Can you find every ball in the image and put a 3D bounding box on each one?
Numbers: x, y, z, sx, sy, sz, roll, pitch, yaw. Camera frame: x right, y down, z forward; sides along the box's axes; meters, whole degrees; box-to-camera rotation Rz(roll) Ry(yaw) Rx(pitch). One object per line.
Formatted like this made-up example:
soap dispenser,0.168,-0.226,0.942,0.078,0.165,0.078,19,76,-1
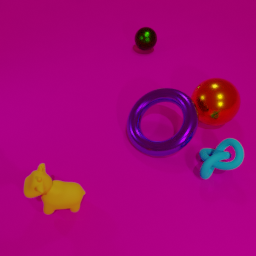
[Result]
ball,0.710,-3.547,11.142,0.906,0.906,0.906,0,45,0
ball,2.529,-0.758,8.151,1.395,1.395,1.395,0,45,0

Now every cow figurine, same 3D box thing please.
cow figurine,-1.547,1.330,6.022,1.293,1.272,0.710,3,44,-17

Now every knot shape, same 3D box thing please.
knot shape,2.187,0.807,6.972,1.151,1.230,0.568,-39,97,-22

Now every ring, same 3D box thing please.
ring,0.918,-0.199,7.732,2.032,0.406,2.032,-10,63,20
